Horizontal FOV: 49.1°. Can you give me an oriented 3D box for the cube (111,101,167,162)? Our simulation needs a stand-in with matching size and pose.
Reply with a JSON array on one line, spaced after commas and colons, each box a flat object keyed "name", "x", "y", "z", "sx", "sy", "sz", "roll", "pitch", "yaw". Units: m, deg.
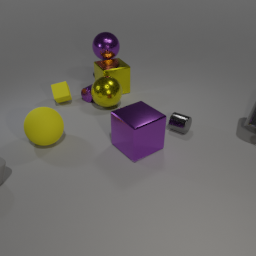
[{"name": "cube", "x": 0.348, "y": 0.080, "z": 9.899, "sx": 1.400, "sy": 1.400, "sz": 1.400, "roll": -22, "pitch": 39, "yaw": -30}]

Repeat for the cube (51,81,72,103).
[{"name": "cube", "x": -3.033, "y": -1.627, "z": 12.797, "sx": 0.700, "sy": 0.700, "sz": 0.700, "roll": -15, "pitch": -10, "yaw": -4}]

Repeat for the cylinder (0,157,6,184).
[{"name": "cylinder", "x": -4.108, "y": 1.298, "z": 8.439, "sx": 0.700, "sy": 0.700, "sz": 0.700, "roll": 15, "pitch": 18, "yaw": -5}]

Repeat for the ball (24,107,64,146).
[{"name": "ball", "x": -3.039, "y": -0.065, "z": 10.146, "sx": 1.400, "sy": 1.400, "sz": 1.400, "roll": 0, "pitch": 33, "yaw": 0}]

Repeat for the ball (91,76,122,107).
[{"name": "ball", "x": -0.948, "y": -1.616, "z": 12.495, "sx": 1.400, "sy": 1.400, "sz": 1.400, "roll": 0, "pitch": 33, "yaw": 0}]

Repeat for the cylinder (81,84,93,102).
[{"name": "cylinder", "x": -1.735, "y": -1.661, "z": 13.222, "sx": 0.700, "sy": 0.700, "sz": 0.700, "roll": 22, "pitch": 39, "yaw": 30}]

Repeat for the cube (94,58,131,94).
[{"name": "cube", "x": -0.788, "y": -2.521, "z": 13.908, "sx": 1.400, "sy": 1.400, "sz": 1.400, "roll": -14, "pitch": 36, "yaw": -21}]

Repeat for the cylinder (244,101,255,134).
[{"name": "cylinder", "x": 5.191, "y": -0.412, "z": 10.176, "sx": 1.400, "sy": 1.400, "sz": 1.400, "roll": 26, "pitch": 0, "yaw": 0}]

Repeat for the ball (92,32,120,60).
[{"name": "ball", "x": -1.114, "y": -4.143, "z": 14.206, "sx": 1.400, "sy": 1.400, "sz": 1.400, "roll": 0, "pitch": 33, "yaw": 0}]

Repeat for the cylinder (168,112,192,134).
[{"name": "cylinder", "x": 2.042, "y": -0.200, "z": 10.979, "sx": 0.700, "sy": 0.700, "sz": 0.700, "roll": 21, "pitch": 38, "yaw": 29}]
